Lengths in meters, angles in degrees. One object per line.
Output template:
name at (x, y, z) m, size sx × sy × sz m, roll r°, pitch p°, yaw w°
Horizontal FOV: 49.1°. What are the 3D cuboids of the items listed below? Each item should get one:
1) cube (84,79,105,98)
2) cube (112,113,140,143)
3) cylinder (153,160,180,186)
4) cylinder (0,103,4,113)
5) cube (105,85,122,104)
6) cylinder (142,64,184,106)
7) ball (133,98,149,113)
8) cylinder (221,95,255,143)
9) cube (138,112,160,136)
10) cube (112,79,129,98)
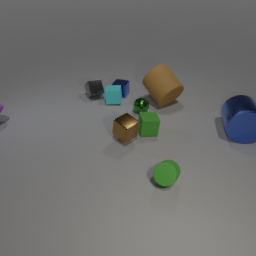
cube at (-1.646, -1.916, 13.663) m, size 0.700 × 0.700 × 0.700 m, roll -15°, pitch 0°, yaw -23°
cube at (-0.074, -0.009, 10.268) m, size 0.700 × 0.700 × 0.700 m, roll 37°, pitch 48°, yaw 28°
cylinder at (1.171, 1.336, 8.397) m, size 0.700 × 0.700 × 0.700 m, roll 12°, pitch 5°, yaw 19°
cylinder at (-5.479, -0.722, 11.249) m, size 0.700 × 0.700 × 0.700 m, roll 29°, pitch 3°, yaw -2°
cube at (-0.684, -1.576, 13.254) m, size 0.700 × 0.700 × 0.700 m, roll -1°, pitch 28°, yaw 6°
cylinder at (1.602, -1.950, 12.863) m, size 1.400 × 1.400 × 1.400 m, roll -22°, pitch 68°, yaw -31°
ball at (0.586, -1.001, 12.436) m, size 0.700 × 0.700 × 0.700 m, roll 0°, pitch 32°, yaw 0°
cylinder at (4.364, -0.355, 10.705) m, size 1.400 × 1.400 × 1.400 m, roll 4°, pitch 31°, yaw 7°
cube at (0.803, -0.162, 10.958) m, size 0.700 × 0.700 × 0.700 m, roll 1°, pitch 33°, yaw -10°
cube at (-0.358, -1.979, 14.020) m, size 0.700 × 0.700 × 0.700 m, roll 10°, pitch 33°, yaw 15°
